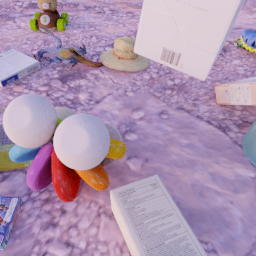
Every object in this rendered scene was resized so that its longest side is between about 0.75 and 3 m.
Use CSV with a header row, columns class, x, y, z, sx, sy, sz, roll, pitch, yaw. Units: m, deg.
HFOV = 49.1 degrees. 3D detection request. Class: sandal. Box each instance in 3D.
class,x,y,z,sx,sy,sz,roll,pitch,yaw
sandal,5.740,-3.454,11.426,1.004,1.100,2.526,-26,54,-22

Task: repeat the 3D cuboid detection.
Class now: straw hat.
class,x,y,z,sx,sy,sz,roll,pitch,yaw
straw hat,-0.091,-3.168,11.311,2.102,0.889,2.102,3,42,-3

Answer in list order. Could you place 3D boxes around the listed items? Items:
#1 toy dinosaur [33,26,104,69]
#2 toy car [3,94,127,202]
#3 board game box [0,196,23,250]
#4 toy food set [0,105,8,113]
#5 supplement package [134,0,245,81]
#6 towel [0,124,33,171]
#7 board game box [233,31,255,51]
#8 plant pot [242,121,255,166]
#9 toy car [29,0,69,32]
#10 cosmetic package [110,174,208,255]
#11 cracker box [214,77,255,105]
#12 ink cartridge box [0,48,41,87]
class,x,y,z,sx,sy,sz,roll,pitch,yaw
toy dinosaur,-2.680,-2.811,11.304,2.287,2.521,1.323,14,76,47
toy car,-1.582,0.585,6.720,2.862,2.505,2.146,21,88,11
board game box,-2.985,2.108,6.329,0.808,0.206,1.194,2,44,3
toy food set,-3.796,-0.665,9.334,0.526,0.130,0.828,34,45,30
supplement package,1.894,-3.224,7.882,2.191,2.175,2.887,25,45,12
towel,-2.612,0.340,8.135,2.590,0.295,1.860,-8,43,-8
board game box,5.616,-4.009,12.811,0.892,0.200,1.703,34,53,28
plant pot,4.121,0.177,7.398,1.734,1.392,1.734,1,48,-1
toy car,-3.867,-5.813,13.371,1.656,2.016,1.590,2,43,2
cosmetic package,0.592,2.223,5.744,1.210,0.854,2.338,-15,45,-16
cracker box,4.051,-1.181,8.550,1.639,0.706,2.447,-14,8,-13
ink cartridge box,-4.699,-2.398,10.967,1.802,0.366,1.798,30,51,28
